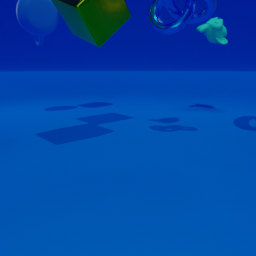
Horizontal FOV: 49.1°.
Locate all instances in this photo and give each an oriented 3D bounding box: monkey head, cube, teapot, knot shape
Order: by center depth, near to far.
[{"bbox_3d":[1.070,-2.332,5.233,1.165,1.245,0.575,14,28,-7],"label":"knot shape"},{"bbox_3d":[-0.843,-2.812,6.486,1.150,1.150,1.150,35,-12,35],"label":"cube"},{"bbox_3d":[-2.759,-3.518,8.405,1.270,2.043,1.000,-16,31,-33],"label":"teapot"},{"bbox_3d":[2.772,-3.160,9.299,0.924,0.774,1.284,-22,36,-4],"label":"monkey head"}]
